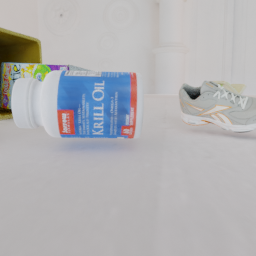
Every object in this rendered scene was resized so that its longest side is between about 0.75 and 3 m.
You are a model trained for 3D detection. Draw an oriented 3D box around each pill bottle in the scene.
[{"bbox_3d":[-0.795,-0.389,4.747,2.040,1.145,1.145,0,8,-3],"label":"pill bottle"}]

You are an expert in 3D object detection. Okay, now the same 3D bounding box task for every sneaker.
[{"bbox_3d":[1.924,-0.525,5.784,2.076,0.955,0.786,4,42,39],"label":"sneaker"}]

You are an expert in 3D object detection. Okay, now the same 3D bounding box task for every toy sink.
[{"bbox_3d":[3.153,-1.134,9.518,0.764,1.364,0.889,37,0,-17],"label":"toy sink"}]

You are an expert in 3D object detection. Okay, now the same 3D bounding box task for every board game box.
[{"bbox_3d":[-2.642,-1.241,9.269,2.996,1.543,1.571,9,5,31],"label":"board game box"}]

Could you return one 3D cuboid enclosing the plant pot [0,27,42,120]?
[{"bbox_3d":[-5.066,-1.848,10.034,2.937,2.852,2.871,1,8,15],"label":"plant pot"}]
